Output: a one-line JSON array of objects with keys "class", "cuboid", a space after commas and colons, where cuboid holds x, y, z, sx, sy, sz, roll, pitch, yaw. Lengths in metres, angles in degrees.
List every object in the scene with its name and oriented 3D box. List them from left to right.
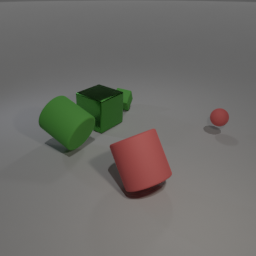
[{"class": "cylinder", "cuboid": [-2.099, -0.184, 9.722, 1.400, 1.400, 1.400, 35, 39, 15]}, {"class": "cube", "cuboid": [-1.162, -0.843, 11.659, 1.400, 1.400, 1.400, 22, 34, 31]}, {"class": "cube", "cuboid": [-0.240, -1.333, 12.998, 0.700, 0.700, 0.700, 14, 67, 13]}, {"class": "cylinder", "cuboid": [0.357, 0.895, 7.938, 1.400, 1.400, 1.400, -21, -1, -1]}, {"class": "ball", "cuboid": [3.524, -0.410, 10.793, 0.700, 0.700, 0.700, 0, 28, 0]}]
